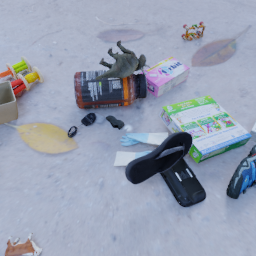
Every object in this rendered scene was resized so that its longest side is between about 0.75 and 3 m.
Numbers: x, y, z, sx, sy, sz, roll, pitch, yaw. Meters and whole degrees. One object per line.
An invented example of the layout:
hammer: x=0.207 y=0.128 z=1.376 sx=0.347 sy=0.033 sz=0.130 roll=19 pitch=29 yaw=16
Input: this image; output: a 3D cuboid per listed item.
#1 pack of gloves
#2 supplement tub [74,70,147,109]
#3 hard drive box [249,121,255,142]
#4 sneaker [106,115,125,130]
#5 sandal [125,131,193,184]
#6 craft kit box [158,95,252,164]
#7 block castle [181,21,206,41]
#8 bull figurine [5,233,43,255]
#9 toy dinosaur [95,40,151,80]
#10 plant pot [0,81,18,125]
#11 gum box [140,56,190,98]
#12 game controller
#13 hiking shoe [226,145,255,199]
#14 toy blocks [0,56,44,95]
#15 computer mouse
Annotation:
pack of gloves: x=0.467 y=0.668 z=10.166 sx=1.863 sy=0.368 sz=1.565 roll=-2 pitch=45 yaw=16
supplement tub: x=-0.699 y=-1.643 z=11.603 sx=2.905 sy=1.554 sz=1.554 roll=-4 pitch=50 yaw=-4
hard drive box: x=5.467 y=0.200 z=10.696 sx=1.384 sy=0.531 sz=1.078 roll=28 pitch=55 yaw=21
sneaker: x=-0.569 y=-0.218 z=11.214 sx=0.841 sy=0.319 sz=0.382 roll=25 pitch=60 yaw=22
sandal: x=1.105 y=0.983 z=8.602 sx=2.577 sy=0.980 sz=0.552 roll=-31 pitch=30 yaw=-24
craft kit box: x=2.870 y=-0.084 z=10.604 sx=2.542 sy=0.617 sz=2.510 roll=-15 pitch=54 yaw=-27
block castle: x=3.519 y=-5.257 z=15.135 sx=1.202 sy=0.803 sz=0.564 roll=-14 pitch=50 yaw=-13
bull figurine: x=-3.016 y=3.430 z=8.101 sx=1.059 sy=0.345 sz=0.643 roll=-5 pitch=48 yaw=-5
toy dinosaur: x=-0.172 y=-2.388 z=10.380 sx=1.345 sy=1.012 sz=2.629 roll=38 pitch=42 yaw=11
plant pot: x=-5.104 y=-0.898 z=11.214 sx=1.319 sy=1.169 sz=1.320 roll=-20 pitch=54 yaw=-16
gum box: x=1.606 y=-2.335 z=12.719 sx=2.105 sy=0.696 sz=1.195 roll=-33 pitch=58 yaw=-25
game controller: x=1.781 y=1.700 z=9.594 sx=1.079 sy=0.436 sz=2.068 roll=-9 pitch=49 yaw=-26
hiking shoe: x=4.274 y=1.492 z=9.321 sx=1.126 sy=0.967 sz=2.598 roll=34 pitch=58 yaw=26
toy blocks: x=-5.221 y=-2.153 z=12.499 sx=2.261 sy=0.821 sz=1.884 roll=-36 pitch=59 yaw=-26
computer mouse: x=-1.844 y=-0.107 z=11.196 sx=1.456 sy=0.248 sz=0.427 roll=-40 pitch=86 yaw=-24
